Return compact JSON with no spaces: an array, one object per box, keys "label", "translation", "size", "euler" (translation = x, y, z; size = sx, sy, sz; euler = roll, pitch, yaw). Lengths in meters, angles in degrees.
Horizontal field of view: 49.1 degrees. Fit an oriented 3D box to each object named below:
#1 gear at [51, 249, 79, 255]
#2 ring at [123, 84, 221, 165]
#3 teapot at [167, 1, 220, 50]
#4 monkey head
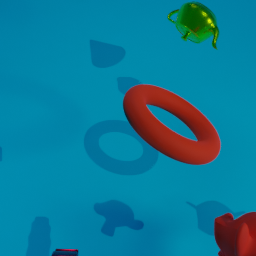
[{"label":"gear","translation":[-0.594,1.687,2.403],"size":[0.218,1.178,1.178],"euler":[5,60,-7]},{"label":"ring","translation":[0.711,-0.105,4.485],"size":[1.743,0.349,1.743],"euler":[23,31,-15]},{"label":"teapot","translation":[1.169,-1.755,4.850],"size":[1.202,0.747,0.588],"euler":[40,97,27]},{"label":"monkey head","translation":[1.063,1.118,2.375],"size":[1.092,0.658,0.786],"euler":[33,74,-23]}]
